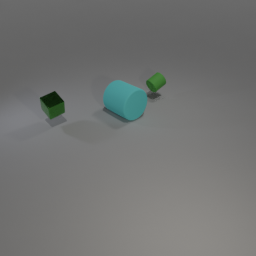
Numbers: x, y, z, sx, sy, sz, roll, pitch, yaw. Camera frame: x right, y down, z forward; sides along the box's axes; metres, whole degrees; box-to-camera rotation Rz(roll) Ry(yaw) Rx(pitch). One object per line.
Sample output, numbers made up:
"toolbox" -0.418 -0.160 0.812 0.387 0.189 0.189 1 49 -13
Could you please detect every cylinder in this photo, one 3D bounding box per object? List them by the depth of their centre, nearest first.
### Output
"cylinder" -0.124 -1.218 12.154 1.400 1.400 1.400 -27 40 -35
"cylinder" 1.342 -2.182 13.400 0.700 0.700 0.700 -39 46 -15

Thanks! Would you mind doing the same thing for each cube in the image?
"cube" -3.004 -0.906 11.171 0.700 0.700 0.700 -31 64 -28
